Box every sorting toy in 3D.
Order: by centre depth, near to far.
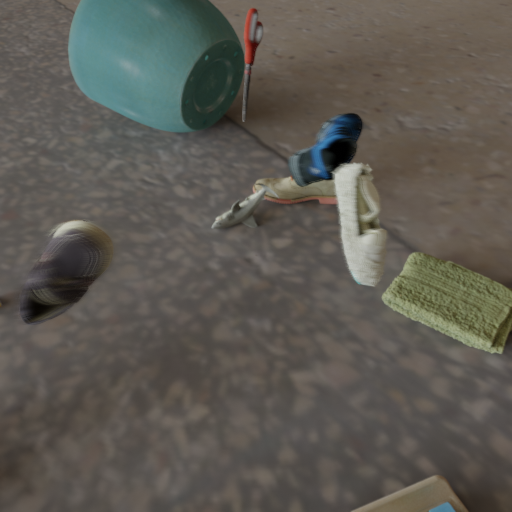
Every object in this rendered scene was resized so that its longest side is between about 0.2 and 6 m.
[{"bbox_3d":[1.813,3.400,5.827,1.771,0.349,1.914,-15,44,-17],"label":"sorting toy"}]

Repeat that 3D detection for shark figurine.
[{"bbox_3d":[-0.086,-0.845,10.471,0.584,1.399,0.836,56,24,3],"label":"shark figurine"}]

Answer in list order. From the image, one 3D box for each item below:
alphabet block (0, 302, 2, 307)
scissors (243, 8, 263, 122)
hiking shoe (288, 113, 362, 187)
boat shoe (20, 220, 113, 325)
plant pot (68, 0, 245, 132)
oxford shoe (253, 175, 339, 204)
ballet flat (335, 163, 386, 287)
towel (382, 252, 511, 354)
[{"bbox_3d":[-4.287,0.711,8.974,0.272,0.265,0.267,-31,48,-30],"label":"alphabet block"},{"bbox_3d":[-0.126,-2.652,7.769,0.102,1.467,0.537,11,-2,17],"label":"scissors"},{"bbox_3d":[1.325,-1.693,8.857,0.821,0.705,1.895,-1,37,44],"label":"hiking shoe"},{"bbox_3d":[-1.937,0.241,5.574,0.605,1.681,0.545,34,48,-19],"label":"boat shoe"},{"bbox_3d":[-1.956,-4.405,12.659,2.759,3.438,3.438,36,51,20],"label":"plant pot"},{"bbox_3d":[0.909,-1.486,11.134,1.949,0.719,0.690,-1,41,-1],"label":"oxford shoe"},{"bbox_3d":[1.376,-0.418,7.151,0.589,0.589,1.642,-11,86,-13],"label":"ballet flat"},{"bbox_3d":[3.125,0.706,8.914,1.945,0.355,1.443,25,48,25],"label":"towel"}]
